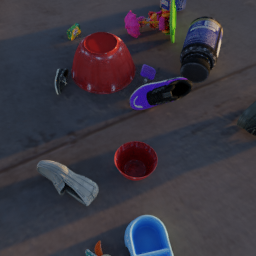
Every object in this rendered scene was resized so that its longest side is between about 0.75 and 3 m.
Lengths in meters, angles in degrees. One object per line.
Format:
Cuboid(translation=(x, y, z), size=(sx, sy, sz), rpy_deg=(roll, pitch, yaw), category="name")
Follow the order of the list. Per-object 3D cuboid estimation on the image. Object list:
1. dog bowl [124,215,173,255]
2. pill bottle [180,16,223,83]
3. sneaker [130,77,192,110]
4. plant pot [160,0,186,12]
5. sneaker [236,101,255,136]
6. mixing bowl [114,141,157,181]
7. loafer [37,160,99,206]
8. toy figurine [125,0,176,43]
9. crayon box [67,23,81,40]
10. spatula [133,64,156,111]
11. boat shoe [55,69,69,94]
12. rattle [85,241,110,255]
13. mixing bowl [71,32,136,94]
Cuboid(translation=(0.677, 3.639, 8.003), size=(1.340, 0.596, 2.403), rpy_deg=(-10, 56, -7), category="dog bowl")
Cuboid(translation=(3.153, -3.377, 12.195), size=(1.572, 1.572, 2.810), rpy_deg=(15, 60, 10), category="pill bottle")
Cuboid(translation=(1.292, -1.330, 10.733), size=(2.539, 0.883, 1.263), rpy_deg=(-21, 17, -1), category="sneaker")
Cuboid(translation=(2.354, -6.872, 14.963), size=(1.041, 1.158, 1.158), rpy_deg=(-38, 64, -17), category="plant pot")
Cuboid(translation=(5.692, -0.618, 10.658), size=(2.952, 1.129, 1.691), rpy_deg=(-39, 65, -20), category="sneaker")
Cuboid(translation=(0.259, 1.236, 9.534), size=(1.425, 0.772, 1.425), rpy_deg=(1, 53, -1), category="mixing bowl")
Cuboid(translation=(-2.079, 1.773, 9.171), size=(2.286, 0.799, 0.798), rpy_deg=(22, 51, 14), category="loafer")
Cuboid(translation=(1.068, -5.229, 13.664), size=(2.418, 1.973, 2.628), rpy_deg=(3, 33, 13), category="toy figurine")
Cuboid(translation=(-2.682, -4.779, 13.891), size=(0.231, 0.472, 0.794), rpy_deg=(26, 60, 17), category="crayon box")
Cuboid(translation=(0.621, -1.694, 11.692), size=(0.628, 0.228, 2.221), rpy_deg=(21, 72, -5), category="spatula")
Cuboid(translation=(-2.829, -2.022, 11.962), size=(0.473, 0.502, 1.398), rpy_deg=(-2, 53, 4), category="boat shoe")
Cuboid(translation=(-0.682, 3.886, 7.477), size=(1.172, 1.286, 1.800), rpy_deg=(-22, 62, 7), category="rattle")
Cuboid(translation=(-1.113, -3.035, 12.038), size=(2.901, 1.571, 2.901), rpy_deg=(0, 56, 1), category="mixing bowl")
